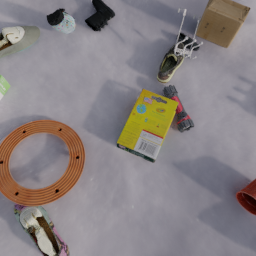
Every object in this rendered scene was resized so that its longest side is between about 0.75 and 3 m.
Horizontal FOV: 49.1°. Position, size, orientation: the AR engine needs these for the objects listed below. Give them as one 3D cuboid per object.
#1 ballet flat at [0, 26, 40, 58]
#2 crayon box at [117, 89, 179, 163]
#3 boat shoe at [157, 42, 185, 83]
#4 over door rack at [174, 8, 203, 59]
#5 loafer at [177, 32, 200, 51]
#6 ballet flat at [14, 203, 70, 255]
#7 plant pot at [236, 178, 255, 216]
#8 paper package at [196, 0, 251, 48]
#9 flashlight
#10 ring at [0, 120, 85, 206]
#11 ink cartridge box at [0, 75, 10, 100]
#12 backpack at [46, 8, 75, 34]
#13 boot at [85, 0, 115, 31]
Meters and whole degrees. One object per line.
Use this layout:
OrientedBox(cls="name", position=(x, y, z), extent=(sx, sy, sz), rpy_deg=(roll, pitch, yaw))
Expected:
OrientedBox(cls="ballet flat", position=(-4.455, -3.055, 9.981), extent=(2.777, 0.885, 0.936), rpy_deg=(-31, 73, -11))
OrientedBox(cls="crayon box", position=(0.662, -0.097, 9.087), extent=(1.338, 0.535, 2.108), rpy_deg=(24, 72, 8))
OrientedBox(cls="boat shoe", position=(1.578, -2.402, 9.901), extent=(0.632, 0.582, 1.770), rpy_deg=(27, 72, 9))
OrientedBox(cls="over door rack", position=(2.129, -3.218, 9.626), extent=(0.518, 1.150, 1.556), rpy_deg=(13, 102, 40))
OrientedBox(cls="loafer", position=(2.218, -3.183, 10.316), extent=(0.960, 0.337, 0.326), rpy_deg=(38, 74, 13))
OrientedBox(cls="ballet flat", position=(-2.484, 2.864, 7.867), extent=(0.793, 0.817, 2.295), rpy_deg=(-39, 74, -13))
OrientedBox(cls="plant pot", position=(3.832, 1.943, 8.219), extent=(0.887, 0.912, 0.912), rpy_deg=(-37, 74, -21))
OrientedBox(cls="paper package", position=(3.301, -3.767, 9.929), extent=(1.393, 1.461, 0.756), rpy_deg=(27, 72, 9))
OrientedBox(cls="flashlight", position=(1.631, -0.668, 9.300), extent=(0.550, 0.548, 1.618), rpy_deg=(-20, 72, -9))
OrientedBox(cls="ring", position=(-2.724, 1.014, 8.691), extent=(2.831, 0.272, 2.831), rpy_deg=(0, 63, 0))
OrientedBox(cls="ink cartridge box", position=(-5.217, -0.921, 9.255), extent=(1.354, 0.778, 2.312), rpy_deg=(25, 72, 9))
OrientedBox(cls="backpack", position=(-2.309, -3.753, 9.941), extent=(0.780, 0.935, 0.592), rpy_deg=(-7, 84, 29))
OrientedBox(cls="boot", position=(-1.213, -4.325, 10.695), extent=(1.249, 0.462, 1.023), rpy_deg=(43, 79, 13))
